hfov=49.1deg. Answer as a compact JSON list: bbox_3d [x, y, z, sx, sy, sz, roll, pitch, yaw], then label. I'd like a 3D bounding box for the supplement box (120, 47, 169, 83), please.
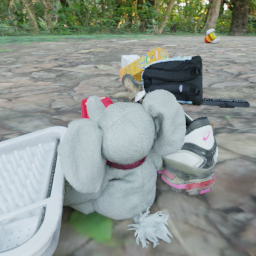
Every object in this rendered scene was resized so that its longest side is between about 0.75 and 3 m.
[{"bbox_3d":[0.596,-2.264,10.511,1.948,0.648,0.670,-21,-28,37],"label":"supplement box"}]

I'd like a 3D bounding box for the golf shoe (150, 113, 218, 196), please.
[{"bbox_3d":[0.596,-0.010,5.396,1.075,1.363,2.961,-12,24,-27],"label":"golf shoe"}]

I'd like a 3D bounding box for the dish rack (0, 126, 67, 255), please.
[{"bbox_3d":[-1.719,0.940,3.403,2.195,0.557,2.557,-18,27,0],"label":"dish rack"}]

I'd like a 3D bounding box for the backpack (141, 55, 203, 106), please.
[{"bbox_3d":[1.438,-1.576,9.299,1.968,1.605,1.513,-3,15,12],"label":"backpack"}]

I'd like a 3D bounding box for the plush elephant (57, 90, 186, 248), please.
[{"bbox_3d":[-0.200,0.328,3.958,1.872,1.760,2.273,-14,26,-31],"label":"plush elephant"}]

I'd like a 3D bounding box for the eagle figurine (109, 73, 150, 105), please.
[{"bbox_3d":[0.072,-1.035,8.455,1.159,0.875,0.880,34,36,7],"label":"eagle figurine"}]

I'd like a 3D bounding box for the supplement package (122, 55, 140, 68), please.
[{"bbox_3d":[0.210,-3.098,13.852,0.839,0.808,1.476,-4,22,-10],"label":"supplement package"}]

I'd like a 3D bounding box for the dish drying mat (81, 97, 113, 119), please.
[{"bbox_3d":[-0.806,-0.430,7.927,1.011,0.239,2.631,-3,22,-10],"label":"dish drying mat"}]

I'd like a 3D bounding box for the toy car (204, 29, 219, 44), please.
[{"bbox_3d":[8.767,-9.556,29.694,1.301,1.519,1.736,-31,4,36],"label":"toy car"}]

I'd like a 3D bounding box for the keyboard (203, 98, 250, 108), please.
[{"bbox_3d":[3.144,-0.825,9.022,1.408,0.181,0.846,3,22,11],"label":"keyboard"}]
